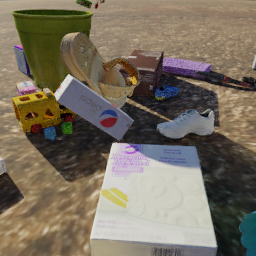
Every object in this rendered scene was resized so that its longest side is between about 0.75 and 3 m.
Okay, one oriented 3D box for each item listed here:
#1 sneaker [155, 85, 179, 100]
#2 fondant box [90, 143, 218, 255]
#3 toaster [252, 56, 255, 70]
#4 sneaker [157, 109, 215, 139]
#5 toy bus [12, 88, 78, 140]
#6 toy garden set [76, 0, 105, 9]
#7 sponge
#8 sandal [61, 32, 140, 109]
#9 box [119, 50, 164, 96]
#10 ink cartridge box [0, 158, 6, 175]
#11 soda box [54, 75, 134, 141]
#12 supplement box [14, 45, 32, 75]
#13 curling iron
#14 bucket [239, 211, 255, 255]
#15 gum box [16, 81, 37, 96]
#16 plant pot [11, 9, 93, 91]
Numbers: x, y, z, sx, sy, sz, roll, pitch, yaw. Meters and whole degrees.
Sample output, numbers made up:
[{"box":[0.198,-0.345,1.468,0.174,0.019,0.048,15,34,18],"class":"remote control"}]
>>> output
[{"box":[1.510,-1.434,10.593,1.179,0.462,0.389,-20,34,-32],"class":"sneaker"},{"box":[0.476,1.366,5.502,1.949,0.787,2.701,2,30,4],"class":"fondant box"},{"box":[6.439,-3.200,13.256,1.219,0.787,0.693,-27,41,-38],"class":"toaster"},{"box":[1.683,-0.177,8.143,1.781,0.775,0.663,-9,32,-12],"class":"sneaker"},{"box":[-2.490,-0.658,8.663,1.949,1.067,2.065,6,31,11],"class":"toy bus"},{"box":[-0.965,-4.364,8.971,1.007,1.209,0.241,1,41,-48],"class":"toy garden set"},{"box":[2.615,-2.862,13.133,2.265,0.338,1.263,15,34,24],"class":"sponge"},{"box":[-0.198,-0.907,5.125,0.803,0.895,2.440,4,-13,24],"class":"sandal"},{"box":[0.623,-2.375,11.628,1.425,1.066,2.846,6,33,10],"class":"box"},{"box":[-3.470,0.972,6.550,0.674,0.395,0.921,21,37,32],"class":"ink cartridge box"},{"box":[-0.321,-0.191,2.743,0.763,0.260,0.243,34,5,-29],"class":"soda box"},{"box":[-4.022,-3.419,13.269,2.249,1.138,1.162,-25,38,-35],"class":"supplement box"},{"box":[4.102,-2.074,11.797,2.586,0.330,0.641,14,33,21],"class":"curling iron"},{"box":[2.518,1.798,4.363,0.844,1.298,1.298,-13,33,-24],"class":"bucket"},{"box":[-3.881,-1.446,10.708,0.582,0.339,1.025,-14,33,-25],"class":"gum box"},{"box":[-2.778,-2.996,10.844,2.894,2.787,2.894,2,26,-1],"class":"plant pot"}]
